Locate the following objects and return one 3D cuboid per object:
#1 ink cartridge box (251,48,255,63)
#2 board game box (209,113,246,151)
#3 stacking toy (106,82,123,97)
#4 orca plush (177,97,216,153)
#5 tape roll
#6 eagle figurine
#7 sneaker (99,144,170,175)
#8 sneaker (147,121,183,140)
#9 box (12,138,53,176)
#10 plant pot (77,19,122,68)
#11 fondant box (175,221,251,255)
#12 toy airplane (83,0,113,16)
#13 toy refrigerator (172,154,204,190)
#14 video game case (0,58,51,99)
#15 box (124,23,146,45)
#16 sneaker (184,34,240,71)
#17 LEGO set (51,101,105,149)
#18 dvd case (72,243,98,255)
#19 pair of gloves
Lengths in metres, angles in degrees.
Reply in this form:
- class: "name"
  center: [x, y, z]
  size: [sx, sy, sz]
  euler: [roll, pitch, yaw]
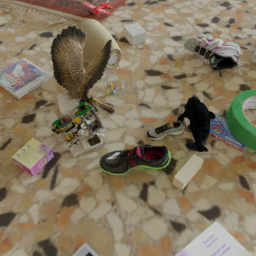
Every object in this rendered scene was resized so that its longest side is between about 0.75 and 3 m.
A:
- class: "ink cartridge box"
  center: [7.261, -3.801, 13.150]
  size: [1.845, 1.063, 2.528]
  euler: [31, 56, 24]
- class: "board game box"
  center: [3.602, 0.084, 10.398]
  size: [1.814, 0.176, 0.934]
  euler: [32, 56, 24]
- class: "stacking toy"
  center: [-0.558, -1.611, 11.879]
  size: [0.578, 0.180, 0.766]
  euler: [10, 52, 10]
- class: "orca plush"
  center: [2.390, -0.395, 10.134]
  size: [1.391, 0.940, 2.645]
  euler: [4, 46, 23]
- class: "tape roll"
  center: [5.074, -0.271, 10.245]
  size: [2.779, 0.668, 2.779]
  euler: [3, 48, -4]
- class: "eagle figurine"
  center: [-1.642, -1.997, 10.373]
  size: [2.213, 2.916, 2.201]
  euler: [-7, 51, -6]
- class: "sneaker"
  center: [0.214, 0.900, 9.137]
  size: [2.370, 0.993, 0.909]
  euler: [-8, 54, -7]
- class: "sneaker"
  center: [1.345, 0.031, 10.189]
  size: [1.389, 0.551, 0.513]
  euler: [-14, 55, -5]
- class: "box"
  center: [-3.200, 0.968, 9.444]
  size: [0.863, 0.474, 0.981]
  euler: [26, 55, 21]
- class: "plant pot"
  center: [-1.250, -3.483, 12.336]
  size: [1.872, 1.872, 1.999]
  euler: [-31, 56, -24]
- class: "fondant box"
  center: [2.364, 3.956, 6.494]
  size: [2.058, 0.831, 2.852]
  euler: [-25, 53, -29]
- class: "toy airplane"
  center: [-1.653, -7.042, 16.408]
  size: [1.919, 0.353, 1.919]
  euler: [3, 52, -4]
- class: "toy refrigerator"
  center: [1.933, 1.411, 9.081]
  size: [0.415, 0.450, 1.186]
  euler: [33, 57, 25]
- class: "video game case"
  center: [-4.721, -2.256, 12.382]
  size: [1.971, 0.226, 1.796]
  euler: [32, 56, 25]
- class: "box"
  center: [0.345, -4.821, 14.363]
  size: [0.802, 0.560, 1.053]
  euler: [-20, 52, -16]
- class: "sneaker"
  center: [3.772, -3.338, 12.785]
  size: [2.629, 1.022, 1.839]
  euler: [12, 50, 11]
- class: "LEGO set"
  center: [-1.706, -0.043, 9.926]
  size: [1.795, 1.040, 1.380]
  euler: [-41, 29, -24]
- class: "dvd case"
  center: [-0.888, 4.221, 6.775]
  size: [2.290, 0.283, 1.721]
  euler: [34, 58, 26]
- class: "pair of gloves"
  center: [-1.596, 0.187, 10.237]
  size: [1.449, 0.299, 1.704]
  euler: [-18, 51, -14]
